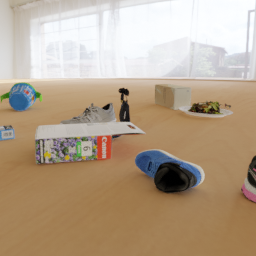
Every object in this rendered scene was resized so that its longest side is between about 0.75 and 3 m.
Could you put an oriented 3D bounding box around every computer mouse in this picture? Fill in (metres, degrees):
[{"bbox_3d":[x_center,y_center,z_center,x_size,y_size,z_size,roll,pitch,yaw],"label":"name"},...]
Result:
[{"bbox_3d":[-0.215,-0.770,10.715,0.369,1.601,1.124,-6,20,-12],"label":"computer mouse"}]

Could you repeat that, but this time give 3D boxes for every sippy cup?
[{"bbox_3d":[-5.738,-1.599,15.074,1.902,1.493,1.394,-34,24,6],"label":"sippy cup"}]

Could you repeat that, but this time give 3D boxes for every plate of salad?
[{"bbox_3d":[3.771,-0.976,13.647,2.587,0.621,2.587,3,13,-1],"label":"plate of salad"}]

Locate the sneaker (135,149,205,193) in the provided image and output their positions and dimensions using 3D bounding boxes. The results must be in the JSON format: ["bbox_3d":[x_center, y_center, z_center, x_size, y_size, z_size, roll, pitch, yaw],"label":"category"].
[{"bbox_3d":[0.675,0.879,5.896,1.647,0.632,0.916,17,12,34],"label":"sneaker"}]

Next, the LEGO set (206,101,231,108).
[{"bbox_3d":[4.985,-1.216,15.638,1.490,0.422,0.967,13,15,-1],"label":"LEGO set"}]

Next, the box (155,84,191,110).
[{"bbox_3d":[2.534,-1.844,16.184,1.027,1.255,2.643,-4,13,-18],"label":"box"}]

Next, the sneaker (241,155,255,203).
[{"bbox_3d":[3.082,0.993,4.761,2.178,0.940,0.875,10,18,33],"label":"sneaker"}]

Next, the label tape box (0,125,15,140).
[{"bbox_3d":[-4.426,0.129,9.685,0.799,0.369,1.116,-8,17,-29],"label":"label tape box"}]

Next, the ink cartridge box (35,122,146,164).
[{"bbox_3d":[-1.098,0.357,7.972,2.889,0.727,1.574,-2,13,-15],"label":"ink cartridge box"}]

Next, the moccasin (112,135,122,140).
[{"bbox_3d":[-0.784,0.153,9.371,1.382,0.556,0.471,-8,-5,25],"label":"moccasin"}]

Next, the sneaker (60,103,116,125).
[{"bbox_3d":[-1.501,-0.417,10.491,0.954,1.047,2.553,11,17,38],"label":"sneaker"}]
